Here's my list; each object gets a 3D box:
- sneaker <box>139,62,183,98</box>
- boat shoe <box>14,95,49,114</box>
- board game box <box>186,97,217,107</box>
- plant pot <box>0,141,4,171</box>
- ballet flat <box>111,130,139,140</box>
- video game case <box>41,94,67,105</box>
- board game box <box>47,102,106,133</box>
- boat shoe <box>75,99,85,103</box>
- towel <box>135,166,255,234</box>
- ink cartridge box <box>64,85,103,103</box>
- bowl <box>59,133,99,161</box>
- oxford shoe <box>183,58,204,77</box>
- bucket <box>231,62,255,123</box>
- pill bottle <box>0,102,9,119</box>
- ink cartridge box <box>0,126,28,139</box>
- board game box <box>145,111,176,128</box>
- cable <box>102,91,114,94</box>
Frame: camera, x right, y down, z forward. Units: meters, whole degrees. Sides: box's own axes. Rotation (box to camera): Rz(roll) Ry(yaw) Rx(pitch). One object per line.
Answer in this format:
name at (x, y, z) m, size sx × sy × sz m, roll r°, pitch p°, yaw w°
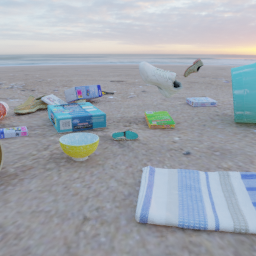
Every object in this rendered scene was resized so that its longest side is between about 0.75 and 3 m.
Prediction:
sneaker at (1.324, -1.990, 10.732) m, size 2.032 × 0.792 × 1.010 m, roll 29°, pitch -31°, yaw -30°
boat shoe at (-4.705, -1.207, 13.595) m, size 0.755 × 0.802 × 2.106 m, roll 7°, pitch 18°, yaw 21°
board game box at (3.991, -1.426, 15.283) m, size 1.305 × 0.269 × 1.308 m, roll -2°, pitch 16°, yaw -6°
plant pot at (-3.838, 0.554, 6.559) m, size 1.700 × 1.700 × 1.824 m, roll -7°, pitch 6°, yaw -23°
ballet flat at (-0.114, 0.255, 9.553) m, size 0.937 × 0.354 × 0.300 m, roll 3°, pitch -7°, yaw -3°
video game case at (-3.616, -1.278, 14.113) m, size 1.164 × 0.138 × 1.059 m, roll 31°, pitch 22°, yaw 4°
board game box at (-2.172, -0.496, 11.556) m, size 1.882 × 0.585 × 2.493 m, roll -7°, pitch 18°, yaw -22°
boat shoe at (-2.543, -1.325, 14.863) m, size 0.351 × 0.315 × 0.950 m, roll -11°, pitch 3°, yaw -32°
towel at (1.594, 1.365, 5.722) m, size 2.809 × 0.334 × 2.063 m, roll 3°, pitch 17°, yaw 8°
ink cartridge box at (-2.356, -1.932, 15.644) m, size 1.928 × 0.736 × 1.316 m, roll -14°, pitch 5°, yaw -39°
bowl at (-1.369, 0.574, 7.915) m, size 1.115 × 0.600 × 1.115 m, roll 1°, pitch 17°, yaw 0°
oxford shoe at (2.955, -2.634, 12.697) m, size 0.391 × 1.105 × 0.408 m, roll -15°, pitch 66°, yaw -43°
bucket at (5.124, -1.403, 11.313) m, size 1.718 × 2.641 × 2.641 m, roll -3°, pitch 14°, yaw 21°
pill bottle at (-5.657, -0.697, 11.913) m, size 0.784 × 0.784 × 1.398 m, roll 0°, pitch 17°, yaw 2°
ink cartridge box at (-4.184, 0.162, 10.018) m, size 1.101 × 0.231 × 0.657 m, roll -9°, pitch 18°, yaw -23°
board game box at (1.286, -0.348, 11.611) m, size 1.006 × 0.316 × 2.106 m, roll -1°, pitch 14°, yaw -2°
cable at (-1.447, -2.245, 18.387) m, size 1.050 × 0.264 × 0.510 m, roll 6°, pitch -4°, yaw -23°
